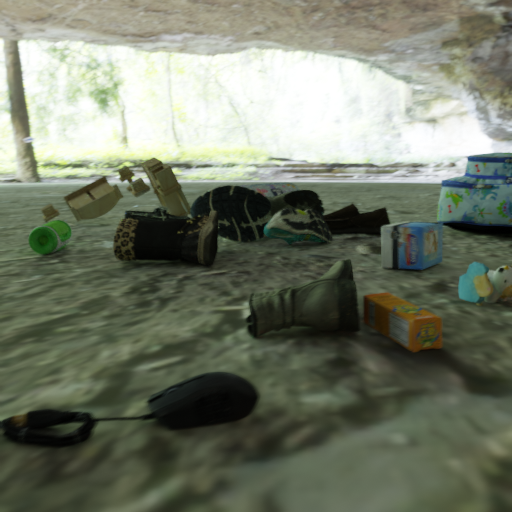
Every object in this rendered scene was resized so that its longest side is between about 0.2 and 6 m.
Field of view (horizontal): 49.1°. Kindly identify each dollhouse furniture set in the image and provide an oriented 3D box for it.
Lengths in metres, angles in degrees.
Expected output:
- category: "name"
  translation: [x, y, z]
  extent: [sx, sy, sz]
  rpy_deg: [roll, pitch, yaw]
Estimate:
- category: "dollhouse furniture set"
  translation: [-4.004, -1.148, 16.068]
  extent: [3.685, 1.799, 3.142]
  rpy_deg: [-30, 24, -13]

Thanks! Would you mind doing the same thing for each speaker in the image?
- category: "speaker"
  translation: [-4.096, -0.386, 11.219]
  extent: [0.597, 0.597, 1.350]
  rpy_deg: [-1, 9, -5]

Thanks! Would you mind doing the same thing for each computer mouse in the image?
- category: "computer mouse"
  translation: [-0.818, 1.007, 3.830]
  extent: [1.735, 0.295, 0.509]
  rpy_deg: [-4, 11, -19]

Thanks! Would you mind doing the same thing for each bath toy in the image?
- category: "bath toy"
  translation: [3.386, 0.287, 7.241]
  extent: [1.575, 0.582, 0.685]
  rpy_deg: [-4, 11, -25]

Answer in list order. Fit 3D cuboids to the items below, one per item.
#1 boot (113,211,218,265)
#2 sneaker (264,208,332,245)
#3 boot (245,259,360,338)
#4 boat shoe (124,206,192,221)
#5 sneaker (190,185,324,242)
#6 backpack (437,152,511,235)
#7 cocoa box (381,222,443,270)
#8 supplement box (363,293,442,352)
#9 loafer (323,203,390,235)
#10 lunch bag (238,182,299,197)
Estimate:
- category: "boot"
  translation: [-1.582, -0.361, 10.380]
  extent: [1.743, 0.847, 2.315]
  rpy_deg: [1, 16, -2]
- category: "sneaker"
  translation: [0.914, -0.580, 11.874]
  extent: [1.842, 0.714, 0.734]
  rpy_deg: [9, -35, -43]
- category: "boot"
  translation: [0.510, 0.447, 6.351]
  extent: [1.213, 0.629, 1.856]
  rpy_deg: [-4, 7, 8]
- category: "boat shoe"
  translation: [-2.552, -1.018, 14.791]
  extent: [1.825, 0.623, 0.674]
  rpy_deg: [-2, 10, -14]
- category: "sneaker"
  translation: [-0.079, -0.866, 13.147]
  extent: [3.277, 1.272, 1.414]
  rpy_deg: [0, -6, -28]
- category: "backpack"
  translation: [6.011, -1.553, 13.900]
  extent: [2.714, 1.994, 2.483]
  rpy_deg: [4, 7, 39]
- category: "cocoa box"
  translation: [2.665, -0.193, 9.519]
  extent: [0.716, 0.728, 1.091]
  rpy_deg: [4, 9, 35]
- category: "supplement box"
  translation: [1.472, 0.660, 5.735]
  extent: [0.341, 0.353, 1.026]
  rpy_deg: [-5, 13, -16]
- category: "loafer"
  translation: [2.301, -0.942, 13.959]
  extent: [2.098, 0.749, 0.766]
  rpy_deg: [0, 10, 2]
- category: "lunch bag"
  translation: [0.338, -1.421, 15.478]
  extent: [1.656, 1.241, 1.952]
  rpy_deg: [-4, 16, -26]
